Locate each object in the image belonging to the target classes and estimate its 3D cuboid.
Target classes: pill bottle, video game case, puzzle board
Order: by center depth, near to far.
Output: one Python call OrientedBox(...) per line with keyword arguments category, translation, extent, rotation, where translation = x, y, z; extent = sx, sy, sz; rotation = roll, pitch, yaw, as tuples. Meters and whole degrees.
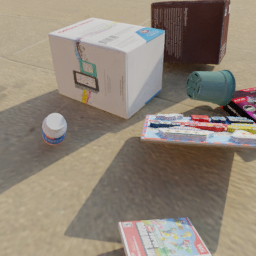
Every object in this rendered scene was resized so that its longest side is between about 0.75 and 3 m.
OrientedBox(category="video game case", translation=(0.574, 1.892, 4.719), extent=(1.338, 0.117, 0.957), rotation=(1, 21, -14))
OrientedBox(category="puzzle board", translation=(1.763, 0.001, 6.517), extent=(2.789, 0.243, 2.102), rotation=(3, 15, 6))
OrientedBox(category="pill bottle", translation=(-1.801, 0.018, 6.840), extent=(0.578, 1.030, 0.578), rotation=(5, 69, -14))

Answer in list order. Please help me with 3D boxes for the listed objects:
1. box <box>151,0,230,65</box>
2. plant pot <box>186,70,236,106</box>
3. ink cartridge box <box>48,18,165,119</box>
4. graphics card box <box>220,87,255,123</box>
OrientedBox(category="box", translation=(2.340, -3.640, 10.481), extent=(2.544, 2.089, 2.110), rotation=(8, 27, 22))
OrientedBox(category="plant pot", translation=(2.364, -1.212, 8.245), extent=(1.070, 1.092, 1.092), rotation=(1, 35, -19))
OrientedBox(category="ink cartridge box", translation=(-0.622, -1.998, 8.746), extent=(2.834, 2.069, 2.079), rotation=(22, 43, 28))
OrientedBox(category="graphics card box", translation=(3.735, -0.437, 7.998), extent=(1.288, 0.522, 2.053), rotation=(-10, 39, -15))
